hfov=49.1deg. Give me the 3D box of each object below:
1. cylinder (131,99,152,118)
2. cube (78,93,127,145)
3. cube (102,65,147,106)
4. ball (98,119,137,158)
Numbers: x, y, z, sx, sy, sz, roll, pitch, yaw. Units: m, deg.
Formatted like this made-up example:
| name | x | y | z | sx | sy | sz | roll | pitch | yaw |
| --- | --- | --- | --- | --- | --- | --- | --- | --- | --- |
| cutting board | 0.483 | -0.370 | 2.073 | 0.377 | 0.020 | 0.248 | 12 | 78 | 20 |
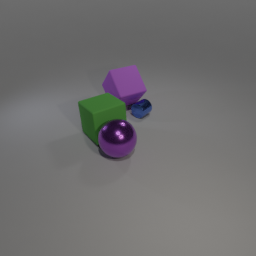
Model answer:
| name | x | y | z | sx | sy | sz | roll | pitch | yaw |
| --- | --- | --- | --- | --- | --- | --- | --- | --- | --- |
| cylinder | 0.623 | -0.892 | 12.772 | 0.700 | 0.700 | 0.700 | 24 | 39 | 33 |
| cube | -0.993 | -0.404 | 11.139 | 1.400 | 1.400 | 1.400 | -20 | 33 | -26 |
| cube | -0.201 | -1.910 | 13.186 | 1.400 | 1.400 | 1.400 | -18 | 78 | -25 |
| ball | -0.374 | 0.368 | 10.065 | 1.400 | 1.400 | 1.400 | 0 | 32 | 0 |
